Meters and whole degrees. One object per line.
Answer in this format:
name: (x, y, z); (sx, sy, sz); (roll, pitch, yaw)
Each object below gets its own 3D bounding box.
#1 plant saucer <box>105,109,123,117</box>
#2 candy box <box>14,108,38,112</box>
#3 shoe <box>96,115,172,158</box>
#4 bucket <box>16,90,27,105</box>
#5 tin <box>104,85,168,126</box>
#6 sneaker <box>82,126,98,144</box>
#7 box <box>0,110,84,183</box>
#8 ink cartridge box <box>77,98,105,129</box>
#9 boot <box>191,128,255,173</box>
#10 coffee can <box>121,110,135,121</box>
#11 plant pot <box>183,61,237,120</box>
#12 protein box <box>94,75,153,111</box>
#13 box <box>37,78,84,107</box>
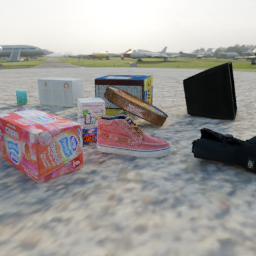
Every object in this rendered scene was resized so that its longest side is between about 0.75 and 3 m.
plant saucer: (-0.970, -0.521, 12.164); (1.693, 0.410, 1.692); (5, 17, 16)
candy box: (-4.832, -0.772, 13.305); (0.884, 0.270, 0.603); (5, 16, 17)
shoe: (0.156, 0.207, 8.327); (2.316, 1.053, 0.827); (4, 16, 14)
bucket: (-5.965, -1.716, 15.709); (0.559, 0.860, 0.860); (-5, 16, -22)
tin: (0.312, -0.907, 11.381); (2.773, 0.581, 1.553); (27, 10, -5)
sneaker: (-1.215, 0.254, 9.272); (0.529, 0.508, 1.349); (16, 24, 31)
box: (-2.454, 0.331, 7.554); (1.326, 1.223, 2.584); (-15, 21, -42)
ink cartridge box: (-1.353, -0.431, 10.276); (0.905, 1.233, 0.901); (-5, 16, -16)
boot: (3.126, 0.380, 7.868); (2.081, 0.946, 2.477); (16, 28, 33)
coffee can: (-0.045, -0.416, 11.451); (0.581, 0.581, 0.793); (3, 16, 9)
plant pot: (3.863, -1.682, 13.185); (2.137, 2.404, 2.409); (-6, 12, 24)
protein box: (-0.122, -1.801, 14.359); (2.470, 1.666, 2.452); (4, 16, 14)
box: (-3.725, -2.028, 15.606); (2.314, 1.439, 1.128); (7, 17, 23)
